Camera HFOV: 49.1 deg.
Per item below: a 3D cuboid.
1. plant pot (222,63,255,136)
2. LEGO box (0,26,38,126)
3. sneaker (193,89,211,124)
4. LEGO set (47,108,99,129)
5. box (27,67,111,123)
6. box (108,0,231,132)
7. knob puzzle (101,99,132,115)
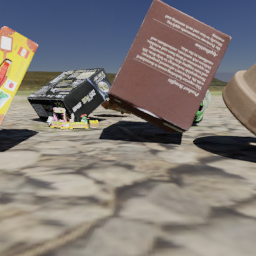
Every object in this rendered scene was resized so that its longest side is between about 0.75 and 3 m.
[{"bbox_3d":[2.765,-0.739,4.304,1.998,1.743,1.998,16,36,-12],"label":"plant pot"},{"bbox_3d":[-2.461,-0.759,5.215,0.676,1.752,1.305,26,-27,-25],"label":"LEGO box"},{"bbox_3d":[2.062,-0.716,7.894,0.460,1.178,0.502,12,-28,19],"label":"sneaker"},{"bbox_3d":[-1.540,-0.277,7.612,1.457,0.542,0.670,2,7,13],"label":"LEGO set"},{"bbox_3d":[-1.788,-1.014,8.677,2.104,0.906,1.723,6,43,44],"label":"box"},{"bbox_3d":[0.759,-1.177,6.058,1.717,2.070,1.700,27,-2,-3],"label":"box"},{"bbox_3d":[-0.609,-0.776,10.121,1.502,0.208,1.502,19,-9,3],"label":"knob puzzle"}]
